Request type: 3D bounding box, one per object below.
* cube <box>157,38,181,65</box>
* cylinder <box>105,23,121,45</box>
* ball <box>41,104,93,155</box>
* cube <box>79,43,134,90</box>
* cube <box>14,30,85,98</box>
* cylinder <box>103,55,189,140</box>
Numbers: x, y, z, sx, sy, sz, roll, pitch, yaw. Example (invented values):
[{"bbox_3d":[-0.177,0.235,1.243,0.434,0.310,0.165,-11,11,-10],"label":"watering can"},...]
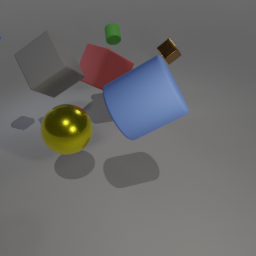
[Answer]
[{"bbox_3d":[1.799,-3.334,12.226,0.700,0.700,0.700,59,16,20],"label":"cube"},{"bbox_3d":[-0.702,-4.343,12.962,0.700,0.700,0.700,-5,69,-7],"label":"cylinder"},{"bbox_3d":[-1.669,0.042,7.701,1.400,1.400,1.400,0,33,0],"label":"ball"},{"bbox_3d":[-0.906,-2.179,10.598,1.400,1.400,1.400,17,9,-45],"label":"cube"},{"bbox_3d":[-2.567,-2.052,9.306,1.400,1.400,1.400,-31,-12,11],"label":"cube"},{"bbox_3d":[0.395,-0.637,6.134,1.400,1.400,1.400,-27,29,16],"label":"cylinder"}]
